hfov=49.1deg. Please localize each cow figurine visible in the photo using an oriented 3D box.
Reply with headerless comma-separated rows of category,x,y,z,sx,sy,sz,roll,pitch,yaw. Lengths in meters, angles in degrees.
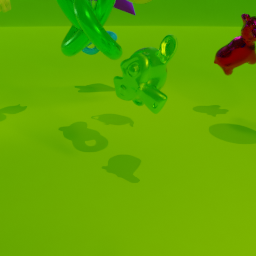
cow figurine,3.173,-2.344,7.959,1.661,0.912,1.634,-27,-30,24

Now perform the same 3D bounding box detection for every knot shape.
knot shape,-1.420,-3.485,11.047,1.715,0.792,1.605,-6,-10,-45
knot shape,-0.857,-2.141,5.504,0.939,2.033,1.902,-17,0,-26

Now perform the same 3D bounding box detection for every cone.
cone,-0.323,-4.525,9.638,1.678,1.684,1.678,-42,16,15

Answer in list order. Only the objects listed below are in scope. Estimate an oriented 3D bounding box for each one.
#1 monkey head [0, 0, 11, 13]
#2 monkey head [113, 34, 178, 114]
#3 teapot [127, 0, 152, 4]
monkey head,-3.463,-3.424,7.068,0.863,1.031,1.433,18,9,19
monkey head,0.344,-0.738,4.473,1.038,1.442,0.869,46,42,18
teapot,0.217,-3.161,5.770,1.816,1.129,0.889,2,27,30
